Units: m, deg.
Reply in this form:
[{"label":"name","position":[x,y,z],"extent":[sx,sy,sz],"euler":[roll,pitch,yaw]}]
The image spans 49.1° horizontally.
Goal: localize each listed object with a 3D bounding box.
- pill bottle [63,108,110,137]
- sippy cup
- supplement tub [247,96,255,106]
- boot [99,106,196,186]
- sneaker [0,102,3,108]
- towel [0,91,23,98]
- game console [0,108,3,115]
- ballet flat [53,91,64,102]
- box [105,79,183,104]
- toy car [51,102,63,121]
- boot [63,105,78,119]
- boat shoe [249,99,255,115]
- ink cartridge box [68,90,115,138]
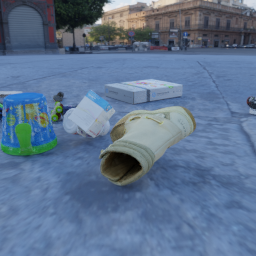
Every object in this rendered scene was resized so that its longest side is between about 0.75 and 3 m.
[{"label":"pill bottle","position":[-1.024,-0.101,7.177],"extent":[0.635,0.635,1.140],"euler":[16,3,41]},{"label":"sippy cup","position":[-2.404,-0.166,6.695],"extent":[1.724,1.263,1.354],"euler":[15,24,38]},{"label":"supplement tub","position":[4.870,-0.951,10.555],"extent":[0.409,0.409,0.764],"euler":[-5,19,-15]},{"label":"boot","position":[0.004,0.361,5.659],"extent":[2.314,0.842,1.799],"euler":[-8,23,48]},{"label":"sneaker","position":[-4.344,-0.708,9.940],"extent":[1.115,0.428,0.467],"euler":[9,5,11]},{"label":"towel","position":[-5.430,-1.543,12.734],"extent":[1.121,0.193,0.743],"euler":[-2,19,-6]},{"label":"game console","position":[-5.120,-0.270,8.750],"extent":[2.255,1.334,1.924],"euler":[5,50,17]},{"label":"ballet flat","position":[-2.965,-1.287,11.918],"extent":[0.373,0.257,1.109],"euler":[32,19,-14]},{"label":"box","position":[0.699,-1.688,12.583],"extent":[2.806,0.578,2.188],"euler":[-11,21,-34]},{"label":"toy car","position":[-2.056,-0.429,9.038],"extent":[0.753,0.594,0.619],"euler":[24,12,-24]},{"label":"boot","position":[-1.272,-0.293,8.079],"extent":[1.460,0.659,0.531],"euler":[7,19,20]},{"label":"boat shoe","position":[5.005,-0.669,9.363],"extent":[1.718,0.587,0.634],"euler":[15,23,39]},{"label":"ink cartridge box","position":[-0.756,-0.234,5.657],"extent":[0.518,0.828,0.532],"euler":[37,-5,18]}]
